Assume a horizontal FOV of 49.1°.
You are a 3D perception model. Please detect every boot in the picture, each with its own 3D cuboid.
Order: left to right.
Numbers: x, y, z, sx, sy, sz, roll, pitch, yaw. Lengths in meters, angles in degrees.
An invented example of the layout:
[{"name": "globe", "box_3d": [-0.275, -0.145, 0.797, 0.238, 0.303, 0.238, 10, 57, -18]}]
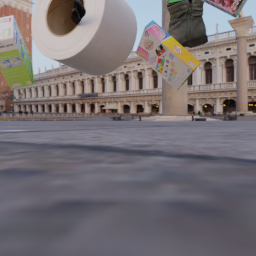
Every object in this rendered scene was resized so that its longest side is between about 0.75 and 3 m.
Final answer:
[{"name": "boot", "box_3d": [1.458, -3.292, 9.176, 2.402, 1.569, 0.813, -21, 26, -8]}]

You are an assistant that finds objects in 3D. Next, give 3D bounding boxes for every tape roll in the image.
[{"name": "tape roll", "box_3d": [-1.383, -3.295, 8.998, 2.869, 2.869, 1.970, 1, -5, 29]}]

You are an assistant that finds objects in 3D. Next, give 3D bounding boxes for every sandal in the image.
[{"name": "sandal", "box_3d": [-1.333, -2.985, 7.355, 0.208, 0.369, 0.970, -46, 6, -19]}]

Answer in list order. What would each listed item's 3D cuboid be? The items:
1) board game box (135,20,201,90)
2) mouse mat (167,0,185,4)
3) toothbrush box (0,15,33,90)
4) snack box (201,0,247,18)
[{"name": "board game box", "box_3d": [1.019, -1.909, 7.577, 0.335, 1.662, 1.271, -46, -4, -18]}, {"name": "mouse mat", "box_3d": [1.718, -3.740, 7.603, 1.154, 0.929, 0.043, 9, -32, 37]}, {"name": "toothbrush box", "box_3d": [-3.992, -2.570, 9.667, 0.849, 1.436, 1.972, -14, -39, -5]}, {"name": "snack box", "box_3d": [1.590, -3.491, 5.553, 2.286, 1.626, 0.606, 34, 22, 12]}]
